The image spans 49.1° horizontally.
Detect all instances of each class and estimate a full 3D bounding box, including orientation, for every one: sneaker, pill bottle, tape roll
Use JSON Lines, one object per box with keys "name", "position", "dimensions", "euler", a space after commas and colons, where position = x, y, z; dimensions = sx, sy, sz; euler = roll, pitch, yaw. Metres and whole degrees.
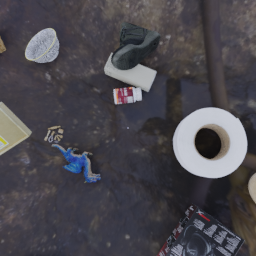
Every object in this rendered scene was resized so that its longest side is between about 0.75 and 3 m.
{"name": "sneaker", "position": [-0.052, -3.258, 11.046], "dimensions": [1.582, 1.056, 2.762], "euler": [30, 53, 19]}
{"name": "pill bottle", "position": [-0.014, -1.330, 11.364], "dimensions": [1.093, 0.624, 0.624], "euler": [-7, 83, -1]}
{"name": "tape roll", "position": [3.167, 0.579, 10.960], "dimensions": [2.702, 0.945, 2.702], "euler": [0, 82, 0]}

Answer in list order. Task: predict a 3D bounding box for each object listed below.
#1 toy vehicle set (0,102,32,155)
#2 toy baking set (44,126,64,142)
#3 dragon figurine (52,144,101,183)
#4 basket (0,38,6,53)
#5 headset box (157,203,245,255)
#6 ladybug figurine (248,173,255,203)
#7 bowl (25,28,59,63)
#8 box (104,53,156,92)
{"name": "toy vehicle set", "position": [-3.623, 0.199, 7.452], "dimensions": [1.772, 0.235, 1.101], "euler": [-30, 117, 15]}
{"name": "toy baking set", "position": [-3.034, 0.247, 11.434], "dimensions": [0.819, 0.095, 0.629], "euler": [-7, 83, -1]}
{"name": "dragon figurine", "position": [-2.110, 1.396, 10.992], "dimensions": [2.319, 0.682, 1.153], "euler": [18, 83, 1]}
{"name": "basket", "position": [-5.742, -3.663, 11.555], "dimensions": [0.809, 0.845, 1.134], "euler": [-25, 84, -3]}
{"name": "headset box", "position": [2.552, 4.594, 10.387], "dimensions": [2.077, 1.078, 2.791], "euler": [34, 85, 4]}
{"name": "ladybug figurine", "position": [5.804, 2.507, 10.710], "dimensions": [2.579, 0.928, 1.751], "euler": [24, 86, 4]}
{"name": "bowl", "position": [-3.333, -3.202, 11.424], "dimensions": [1.572, 0.738, 1.572], "euler": [-14, 58, 25]}
{"name": "box", "position": [0.088, -2.265, 11.455], "dimensions": [1.995, 0.682, 0.820], "euler": [25, 83, 3]}
